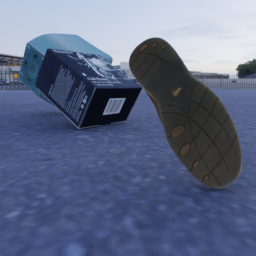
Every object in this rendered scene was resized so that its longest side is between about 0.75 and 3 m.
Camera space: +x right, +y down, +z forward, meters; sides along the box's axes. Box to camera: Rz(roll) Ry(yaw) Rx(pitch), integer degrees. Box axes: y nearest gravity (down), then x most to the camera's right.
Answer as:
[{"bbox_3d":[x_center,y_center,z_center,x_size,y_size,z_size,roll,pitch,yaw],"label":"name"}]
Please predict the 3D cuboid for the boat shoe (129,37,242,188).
[{"bbox_3d":[0.866,-0.263,4.109,0.866,2.406,0.812,-33,-23,13],"label":"boat shoe"}]

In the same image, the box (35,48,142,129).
[{"bbox_3d":[-1.237,-1.301,9.017,2.301,1.451,2.341,39,28,26],"label":"box"}]

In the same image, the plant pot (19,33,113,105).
[{"bbox_3d":[-2.830,-2.385,11.710,2.708,2.700,2.758,38,26,29],"label":"plant pot"}]
